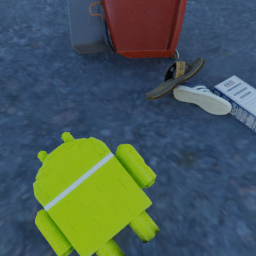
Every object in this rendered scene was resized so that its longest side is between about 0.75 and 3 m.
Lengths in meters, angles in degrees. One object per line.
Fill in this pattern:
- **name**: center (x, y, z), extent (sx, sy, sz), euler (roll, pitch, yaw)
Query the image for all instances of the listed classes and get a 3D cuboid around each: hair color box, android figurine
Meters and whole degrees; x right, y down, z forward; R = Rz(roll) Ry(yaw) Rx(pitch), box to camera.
- **hair color box**: center (3.344, -0.680, 7.932), extent (0.892, 0.540, 1.784), euler (-28, 55, -22)
- **android figurine**: center (-0.695, 1.303, 5.433), extent (2.426, 0.547, 2.666), euler (-41, 83, -4)

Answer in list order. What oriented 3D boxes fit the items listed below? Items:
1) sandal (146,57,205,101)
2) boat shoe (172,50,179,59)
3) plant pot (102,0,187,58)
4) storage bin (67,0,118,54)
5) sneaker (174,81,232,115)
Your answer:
- **sandal**: center (1.340, -1.537, 8.114), extent (2.188, 0.597, 0.894), euler (-34, 12, -13)
- **boat shoe**: center (1.462, -2.659, 9.789), extent (0.283, 0.336, 0.942), euler (-16, 44, -14)
- **plant pot**: center (0.574, -3.359, 8.758), extent (2.418, 2.133, 2.421), euler (2, 8, 13)
- **storage bin**: center (-1.238, -3.537, 9.488), extent (1.400, 1.517, 2.084), euler (-10, 82, 9)
- **sneaker**: center (2.230, -0.982, 8.145), extent (1.705, 0.639, 0.721), euler (26, 52, 19)
